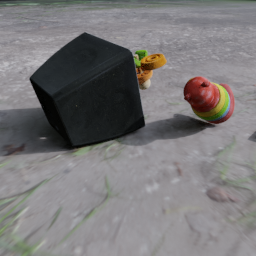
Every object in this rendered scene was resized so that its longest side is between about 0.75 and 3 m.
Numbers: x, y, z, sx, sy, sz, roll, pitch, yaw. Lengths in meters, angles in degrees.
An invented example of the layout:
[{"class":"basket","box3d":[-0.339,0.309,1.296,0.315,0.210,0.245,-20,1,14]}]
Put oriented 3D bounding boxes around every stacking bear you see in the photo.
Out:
[{"class":"stacking bear","box3d":[2.170,-0.822,7.758,2.009,1.220,1.142,18,46,-55]}]

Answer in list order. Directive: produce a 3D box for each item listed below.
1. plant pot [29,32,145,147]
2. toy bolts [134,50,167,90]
[{"class":"plant pot","box3d":[-1.217,-0.899,7.759,2.144,2.417,2.411,-32,43,-21]},{"class":"toy bolts","box3d":[0.346,-1.579,9.420,1.950,1.353,1.863,-35,34,-25]}]
